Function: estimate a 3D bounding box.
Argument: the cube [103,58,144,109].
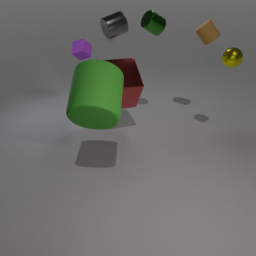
[{"bbox_3d":[-0.363,-1.668,10.781,1.400,1.400,1.400,-9,63,-16],"label":"cube"}]

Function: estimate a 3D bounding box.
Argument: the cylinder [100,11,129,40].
[{"bbox_3d":[-0.448,-3.360,9.175,0.700,0.700,0.700,-27,36,-14],"label":"cylinder"}]

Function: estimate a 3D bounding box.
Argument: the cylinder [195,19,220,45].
[{"bbox_3d":[3.126,-3.741,10.970,0.700,0.700,0.700,-38,13,10],"label":"cylinder"}]

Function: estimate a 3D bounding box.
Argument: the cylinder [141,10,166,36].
[{"bbox_3d":[0.955,-3.946,10.522,0.700,0.700,0.700,19,15,-36],"label":"cylinder"}]

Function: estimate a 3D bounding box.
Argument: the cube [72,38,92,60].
[{"bbox_3d":[-2.281,-3.883,13.847,0.700,0.700,0.700,-8,-18,29],"label":"cube"}]

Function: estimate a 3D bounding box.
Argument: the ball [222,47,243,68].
[{"bbox_3d":[3.630,-2.444,9.744,0.700,0.700,0.700,0,29,0],"label":"ball"}]

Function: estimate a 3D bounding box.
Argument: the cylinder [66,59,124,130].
[{"bbox_3d":[-0.860,-0.865,7.556,1.400,1.400,1.400,2,65,4],"label":"cylinder"}]
